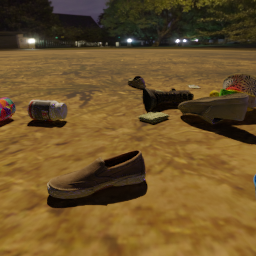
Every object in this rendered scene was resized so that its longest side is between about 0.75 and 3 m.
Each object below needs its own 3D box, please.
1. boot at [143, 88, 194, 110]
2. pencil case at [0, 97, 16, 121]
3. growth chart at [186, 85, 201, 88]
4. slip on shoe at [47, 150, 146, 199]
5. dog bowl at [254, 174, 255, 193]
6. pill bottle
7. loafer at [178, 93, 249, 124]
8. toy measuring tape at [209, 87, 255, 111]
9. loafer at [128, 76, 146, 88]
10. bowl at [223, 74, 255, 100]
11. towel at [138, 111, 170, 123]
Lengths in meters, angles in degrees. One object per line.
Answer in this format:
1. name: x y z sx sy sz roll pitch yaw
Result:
1. boot: 1.563 -1.215 10.738 1.936 0.770 2.223 -1 17 -1
2. pencil case: -4.201 -0.437 8.624 0.750 0.750 1.697 4 21 12
3. growth chart: 3.415 -2.149 14.549 0.568 0.070 0.785 -2 20 -10
4. slip on shoe: -0.541 0.807 5.144 1.852 0.561 0.704 -6 20 -17
5. dog bowl: 3.060 1.077 4.289 2.493 0.618 1.390 -7 20 -22
6. pill bottle: -2.580 -0.569 9.034 1.120 0.649 0.649 4 19 12
7. loafer: 2.579 -0.546 8.789 0.930 0.839 2.458 -15 8 -34
8. toy measuring tape: 3.987 -0.763 9.556 2.591 0.953 0.953 16 19 -1
9. loafer: 0.475 -2.486 14.766 0.612 0.552 1.617 -10 21 -26
10. bowl: 4.109 -1.155 10.154 1.566 1.566 0.735 13 63 33
11. towel: 0.851 -0.374 9.203 0.693 0.170 0.934 16 24 41
